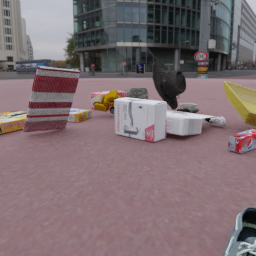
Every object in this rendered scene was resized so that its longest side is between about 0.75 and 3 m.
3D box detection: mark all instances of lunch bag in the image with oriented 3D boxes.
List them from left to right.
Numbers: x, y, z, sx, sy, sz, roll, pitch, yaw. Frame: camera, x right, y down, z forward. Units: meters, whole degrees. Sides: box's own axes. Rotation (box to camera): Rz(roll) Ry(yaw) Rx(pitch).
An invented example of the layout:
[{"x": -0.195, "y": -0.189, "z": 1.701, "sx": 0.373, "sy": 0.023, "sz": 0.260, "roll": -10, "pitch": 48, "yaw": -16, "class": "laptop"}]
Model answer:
[{"x": 0.314, "y": -1.898, "z": 17.269, "sx": 1.522, "sy": 1.061, "sz": 1.277, "roll": -9, "pitch": 1, "yaw": -35, "class": "lunch bag"}]

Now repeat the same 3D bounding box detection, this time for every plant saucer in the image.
[{"x": 4.939, "y": -0.647, "z": 10.367, "sx": 2.620, "sy": 0.635, "sz": 2.620, "roll": 15, "pitch": 31, "yaw": -11, "class": "plant saucer"}]

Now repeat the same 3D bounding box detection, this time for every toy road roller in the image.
[{"x": -0.944, "y": -1.345, "z": 13.274, "sx": 1.324, "sy": 0.966, "sz": 0.814, "roll": 12, "pitch": 46, "yaw": -1, "class": "toy road roller"}]

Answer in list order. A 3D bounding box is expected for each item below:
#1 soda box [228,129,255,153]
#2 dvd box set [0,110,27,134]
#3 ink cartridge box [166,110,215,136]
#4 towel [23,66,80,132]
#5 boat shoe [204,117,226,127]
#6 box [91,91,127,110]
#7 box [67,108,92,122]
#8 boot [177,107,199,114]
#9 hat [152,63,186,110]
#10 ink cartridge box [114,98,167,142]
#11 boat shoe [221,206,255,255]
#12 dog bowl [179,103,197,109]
[{"x": 3.581, "y": 0.385, "z": 8.429, "sx": 1.373, "sy": 0.481, "sz": 0.435, "roll": -10, "pitch": 16, "yaw": -37, "class": "soda box"}, {"x": -5.020, "y": -0.252, "z": 11.286, "sx": 2.149, "sy": 0.432, "sz": 2.937, "roll": 7, "pitch": 14, "yaw": 31, "class": "dvd box set"}, {"x": 1.529, "y": -0.305, "z": 11.026, "sx": 2.974, "sy": 0.665, "sz": 2.620, "roll": 11, "pitch": 9, "yaw": 39, "class": "ink cartridge box"}, {"x": -2.725, "y": -0.990, "z": 9.998, "sx": 0.276, "sy": 2.429, "sz": 1.749, "roll": 36, "pitch": 26, "yaw": 33, "class": "towel"}, {"x": 3.545, "y": -0.278, "z": 11.477, "sx": 0.398, "sy": 0.436, "sz": 1.212, "roll": -9, "pitch": 15, "yaw": -13, "class": "boat shoe"}, {"x": -1.059, "y": -1.600, "z": 16.048, "sx": 1.952, "sy": 0.924, "sz": 1.002, "roll": -11, "pitch": 17, "yaw": -40, "class": "box"}, {"x": -2.914, "y": -0.642, "z": 13.045, "sx": 2.106, "sy": 0.437, "sz": 1.254, "roll": 7, "pitch": 15, "yaw": 19, "class": "box"}, {"x": 3.157, "y": -0.827, "z": 14.062, "sx": 1.159, "sy": 0.420, "sz": 1.053, "roll": -1, "pitch": 13, "yaw": -35, "class": "boot"}, {"x": 1.965, "y": -2.042, "z": 12.272, "sx": 0.972, "sy": 2.411, "sz": 2.411, "roll": -26, "pitch": 0, "yaw": 29, "class": "hat"}, {"x": 0.393, "y": -0.326, "z": 9.680, "sx": 1.782, "sy": 1.298, "sz": 0.755, "roll": 11, "pitch": 18, "yaw": 41, "class": "ink cartridge box"}, {"x": 1.430, "y": 1.520, "z": 3.398, "sx": 0.627, "sy": 0.532, "sz": 1.721, "roll": 7, "pitch": 15, "yaw": 28, "class": "boat shoe"}, {"x": 3.287, "y": -1.134, "z": 15.346, "sx": 0.931, "sy": 0.343, "sz": 0.931, "roll": 0, "pitch": 14, "yaw": 0, "class": "dog bowl"}]
